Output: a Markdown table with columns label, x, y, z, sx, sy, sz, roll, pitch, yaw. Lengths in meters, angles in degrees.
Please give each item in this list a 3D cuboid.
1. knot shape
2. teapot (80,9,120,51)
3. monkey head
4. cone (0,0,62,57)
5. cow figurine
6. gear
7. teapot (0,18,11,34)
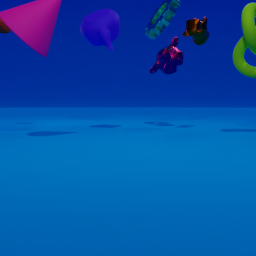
| label | x | y | z | sx | sy | sz | roll | pitch | yaw |
| --- | --- | --- | --- | --- | --- | --- | --- | --- | --- |
| knot shape | 3.184 | -1.978 | 6.631 | 1.701 | 1.591 | 0.786 | 14 | 19 | -16 |
| teapot | -0.717 | -2.721 | 7.852 | 1.147 | 0.903 | 1.844 | -22 | 38 | -1 |
| monkey head | 1.180 | -2.208 | 8.731 | 1.002 | 1.393 | 0.840 | 23 | 21 | -45 |
| cone | -1.720 | -2.296 | 5.673 | 1.196 | 1.191 | 1.191 | -45 | 6 | 6 |
| cow figurine | 1.920 | -2.642 | 7.798 | 0.565 | 1.013 | 1.029 | 5 | -35 | 30 |
| gear | 1.117 | -3.658 | 9.183 | 0.282 | 1.525 | 1.525 | 30 | -6 | -20 |
| teapot | -4.105 | -3.479 | 9.188 | 1.126 | 0.551 | 0.700 | 4 | -25 | 28 |
